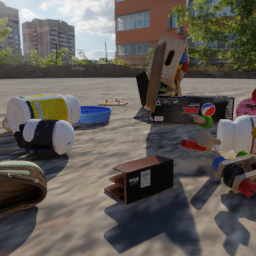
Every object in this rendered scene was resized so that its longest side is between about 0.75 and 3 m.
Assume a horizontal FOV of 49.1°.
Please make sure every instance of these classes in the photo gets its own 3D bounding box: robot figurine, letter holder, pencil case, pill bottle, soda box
[{"bbox_3d":[-1.950,0.220,6.671,1.363,1.024,0.851,1,-12,6],"label":"robot figurine"},{"bbox_3d":[0.162,0.799,4.785,1.032,0.519,0.734,-10,14,-37],"label":"letter holder"},{"bbox_3d":[4.995,-0.744,10.508,2.490,1.077,1.031,-14,42,-45],"label":"pencil case"},{"bbox_3d":[-2.613,-0.477,8.932,1.191,1.191,2.085,11,16,40],"label":"pill bottle"},{"bbox_3d":[2.350,-0.736,10.567,2.982,0.944,1.055,0,10,-1],"label":"soda box"},{"bbox_3d":[2.993,0.203,6.372,1.754,0.984,0.984,2,13,8],"label":"pill bottle"}]

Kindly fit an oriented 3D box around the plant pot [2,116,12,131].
[{"bbox_3d":[-3.653,-0.250,9.154,0.789,0.789,0.842,7,28,27],"label":"plant pot"}]

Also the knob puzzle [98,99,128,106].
[{"bbox_3d":[-0.794,-1.488,15.598,1.780,0.247,1.780,0,12,0],"label":"knob puzzle"}]

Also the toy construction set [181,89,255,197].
[{"bbox_3d":[2.399,0.336,5.202,1.714,1.860,2.231,13,-7,-41],"label":"toy construction set"}]

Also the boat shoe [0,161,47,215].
[{"bbox_3d":[-2.211,0.884,3.752,2.264,0.836,0.837,-7,20,-30],"label":"boat shoe"}]

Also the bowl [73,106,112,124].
[{"bbox_3d":[-1.680,-0.530,10.954,2.071,0.406,2.071,0,13,0],"label":"bowl"}]

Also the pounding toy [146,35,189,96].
[{"bbox_3d":[1.930,-2.344,12.213,1.626,2.287,2.105,20,-8,19],"label":"pounding toy"}]

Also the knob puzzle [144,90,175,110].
[{"bbox_3d":[1.389,-1.082,12.408,1.549,0.215,1.549,-19,-19,-7],"label":"knob puzzle"}]

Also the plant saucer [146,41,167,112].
[{"bbox_3d":[0.897,-1.636,8.960,0.335,2.273,2.273,10,14,5],"label":"plant saucer"}]

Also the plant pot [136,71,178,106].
[{"bbox_3d":[1.622,-2.163,14.694,2.018,2.275,2.270,-10,10,14],"label":"plant pot"}]
